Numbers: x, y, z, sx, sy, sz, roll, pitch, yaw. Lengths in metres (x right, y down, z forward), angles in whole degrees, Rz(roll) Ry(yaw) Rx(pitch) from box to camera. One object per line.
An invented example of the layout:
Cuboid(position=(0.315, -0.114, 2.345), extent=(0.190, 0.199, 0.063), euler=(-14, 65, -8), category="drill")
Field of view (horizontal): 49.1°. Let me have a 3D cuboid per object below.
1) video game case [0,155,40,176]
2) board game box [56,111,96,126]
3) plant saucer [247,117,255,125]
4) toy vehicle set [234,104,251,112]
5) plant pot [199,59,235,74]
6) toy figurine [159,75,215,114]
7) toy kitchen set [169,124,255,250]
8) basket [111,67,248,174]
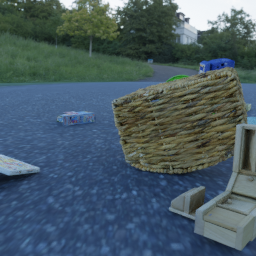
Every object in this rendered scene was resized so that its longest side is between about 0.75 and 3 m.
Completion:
Cuboid(position=(-2.730, 0.798, 6.217), extent=(1.144, 0.131, 1.041), euler=(16, -1, 16), category="video game case")
Cuboid(position=(-2.479, -0.457, 12.467), extent=(1.483, 0.457, 1.482), euler=(11, 16, 42), category="board game box")
Cuboid(position=(4.936, -0.027, 10.528), extent=(2.249, 0.433, 2.249), euler=(0, 11, 0), category="plant saucer")
Cuboid(position=(6.140, -1.286, 16.775), extent=(2.150, 0.285, 1.336), euler=(7, 14, 28), category="toy vehicle set")
Cuboid(position=(3.231, -1.976, 10.455), extent=(1.041, 1.157, 1.158), euler=(0, 18, 2), category="plant pot")
Cuboid(position=(3.290, -1.236, 13.753), extent=(2.805, 2.106, 2.582), euler=(32, 17, 27), category="toy figurine")
Cuboid(position=(1.465, 0.721, 4.450), extent=(1.345, 1.488, 1.649), euler=(9, 11, 39), category="toy kitchen set")
Cuboid(position=(1.411, -0.177, 6.954), extent=(2.900, 2.070, 2.161), euler=(-12, 10, 22), category="basket")
